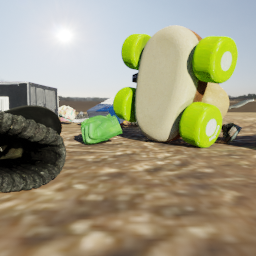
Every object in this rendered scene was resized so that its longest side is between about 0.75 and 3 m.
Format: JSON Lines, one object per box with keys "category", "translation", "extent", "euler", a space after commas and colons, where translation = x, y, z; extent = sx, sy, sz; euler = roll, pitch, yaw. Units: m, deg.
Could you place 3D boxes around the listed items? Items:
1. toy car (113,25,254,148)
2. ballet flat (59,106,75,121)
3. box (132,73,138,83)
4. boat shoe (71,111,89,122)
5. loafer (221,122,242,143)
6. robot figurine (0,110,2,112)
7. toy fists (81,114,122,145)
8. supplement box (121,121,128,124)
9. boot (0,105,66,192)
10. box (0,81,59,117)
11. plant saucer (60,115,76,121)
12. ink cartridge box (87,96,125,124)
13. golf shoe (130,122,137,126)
{"category": "toy car", "translation": [1.596, -0.875, 6.457], "extent": [2.963, 2.338, 2.434], "euler": [0, 15, -42]}
{"category": "ballet flat", "translation": [-2.784, -0.688, 12.483], "extent": [0.700, 0.592, 1.851], "euler": [21, -4, -36]}
{"category": "box", "translation": [0.799, -1.296, 7.347], "extent": [1.050, 0.249, 1.014], "euler": [9, -12, -31]}
{"category": "boat shoe", "translation": [-2.247, -0.545, 13.636], "extent": [0.566, 0.537, 1.620], "euler": [-1, 1, -39]}
{"category": "loafer", "translation": [2.113, 0.068, 5.897], "extent": [0.362, 0.414, 1.152], "euler": [40, 9, 16]}
{"category": "robot figurine", "translation": [-2.771, -0.130, 4.462], "extent": [1.718, 1.291, 1.072], "euler": [2, 23, 29]}
{"category": "toy fists", "translation": [-0.631, 0.000, 5.930], "extent": [0.764, 0.515, 1.498], "euler": [-24, 10, -8]}
{"category": "supplement box", "translation": [-0.468, -0.526, 12.945], "extent": [0.680, 0.658, 1.976], "euler": [3, 5, 11]}
{"category": "boot", "translation": [-1.115, 0.131, 3.034], "extent": [1.444, 0.727, 1.931], "euler": [-5, 11, 35]}
{"category": "box", "translation": [-3.513, -0.617, 8.717], "extent": [2.040, 1.438, 2.756], "euler": [-1, 5, 1]}
{"category": "plant saucer", "translation": [-3.208, -0.566, 15.869], "extent": [1.213, 0.308, 1.213], "euler": [0, 5, 0]}
{"category": "ink cartridge box", "translation": [-0.473, -0.676, 10.504], "extent": [1.247, 0.731, 1.703], "euler": [3, 27, 45]}
{"category": "golf shoe", "translation": [0.679, -0.316, 11.223], "extent": [0.737, 0.606, 1.559], "euler": [11, 15, 20]}
